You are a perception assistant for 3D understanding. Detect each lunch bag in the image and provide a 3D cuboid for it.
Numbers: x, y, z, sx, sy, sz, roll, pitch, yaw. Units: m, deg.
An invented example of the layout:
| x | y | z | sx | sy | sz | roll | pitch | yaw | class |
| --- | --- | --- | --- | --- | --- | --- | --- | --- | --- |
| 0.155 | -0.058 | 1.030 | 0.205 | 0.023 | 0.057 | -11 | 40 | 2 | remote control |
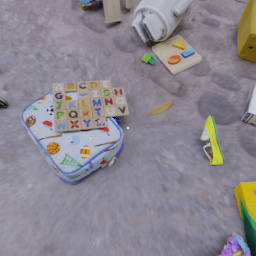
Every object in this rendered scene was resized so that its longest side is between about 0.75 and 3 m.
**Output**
| x | y | z | sx | sy | sz | roll | pitch | yaw | class |
| --- | --- | --- | --- | --- | --- | --- | --- | --- | --- |
| -1.409 | 0.070 | 7.558 | 2.138 | 1.008 | 2.668 | -35 | 67 | -19 | lunch bag |

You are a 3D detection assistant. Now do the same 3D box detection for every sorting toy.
| x | y | z | sx | sy | sz | roll | pitch | yaw | class |
| --- | --- | --- | --- | --- | --- | --- | --- | --- | --- |
| 1.380 | -2.357 | 9.204 | 1.767 | 0.260 | 1.306 | -27 | 66 | -14 | sorting toy |

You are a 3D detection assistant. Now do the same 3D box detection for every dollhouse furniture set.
| x | y | z | sx | sy | sz | roll | pitch | yaw | class |
| --- | --- | --- | --- | --- | --- | --- | --- | --- | --- |
| -0.812 | -4.410 | 10.241 | 1.385 | 0.958 | 1.467 | -26 | 31 | -36 | dollhouse furniture set |

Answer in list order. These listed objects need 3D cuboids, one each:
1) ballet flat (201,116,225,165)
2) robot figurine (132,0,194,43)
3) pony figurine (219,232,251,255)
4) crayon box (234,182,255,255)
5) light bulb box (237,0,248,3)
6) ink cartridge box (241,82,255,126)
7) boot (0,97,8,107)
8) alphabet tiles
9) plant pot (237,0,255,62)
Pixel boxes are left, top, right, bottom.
| x | y | z | sx | sy | sz | roll | pitch | yaw | class |
| --- | --- | --- | --- | --- | --- | --- | --- | --- | --- |
| 2.198 | 0.367 | 7.440 | 0.458 | 0.456 | 1.366 | -16 | 100 | 10 | ballet flat |
| 1.160 | -3.931 | 9.356 | 2.121 | 1.412 | 2.501 | 11 | 57 | 44 | robot figurine |
| 1.992 | 3.540 | 5.372 | 2.679 | 2.311 | 2.776 | 6 | 54 | -34 | pony figurine |
| 3.751 | 2.119 | 6.647 | 1.954 | 0.570 | 1.686 | -3 | 61 | -2 | crayon box |
| 4.261 | -5.305 | 10.559 | 0.889 | 0.555 | 0.882 | 22 | 65 | 11 | light bulb box |
| 4.605 | -0.408 | 8.031 | 2.309 | 0.581 | 1.258 | 22 | 65 | 10 | ink cartridge box |
| -4.440 | -0.452 | 8.092 | 1.625 | 0.587 | 1.228 | 11 | 72 | -3 | boot |
| -0.989 | -0.648 | 7.425 | 1.931 | 0.073 | 1.614 | -6 | 56 | -11 | alphabet tiles |
| 4.480 | -3.061 | 8.753 | 1.927 | 1.927 | 1.700 | 20 | 74 | 10 | plant pot |
